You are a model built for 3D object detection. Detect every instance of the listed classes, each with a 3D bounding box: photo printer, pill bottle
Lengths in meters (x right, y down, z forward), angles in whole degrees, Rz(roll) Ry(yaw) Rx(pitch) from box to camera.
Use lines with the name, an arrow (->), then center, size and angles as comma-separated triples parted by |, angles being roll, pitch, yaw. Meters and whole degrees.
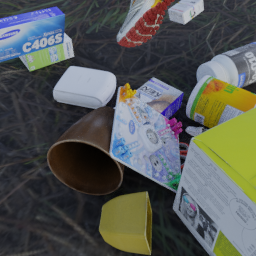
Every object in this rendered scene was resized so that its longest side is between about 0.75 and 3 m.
photo printer -> -1.498, -1.507, 10.362 | 2.017, 0.701, 1.678 | 12, 48, 12
pill bottle -> 3.394, -0.454, 8.807 | 2.776, 1.542, 1.542 | 30, 54, 24
pill bottle -> 3.966, -2.166, 10.458 | 2.570, 1.462, 1.462 | -23, 51, -17

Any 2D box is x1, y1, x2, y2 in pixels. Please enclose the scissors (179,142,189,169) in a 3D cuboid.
scissors -> 2.385, 0.737, 8.621 | 2.678, 0.187, 0.980 | -7, 47, -5

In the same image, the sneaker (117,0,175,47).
sneaker -> 0.521, -3.499, 7.968 | 1.090, 2.652, 1.032 | 45, 17, 26

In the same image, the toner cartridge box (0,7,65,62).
toner cartridge box -> -2.646, -2.493, 7.423 | 2.009, 0.954, 0.434 | -30, 64, -32

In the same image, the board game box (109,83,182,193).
board game box -> 0.674, 0.238, 7.724 | 2.483, 0.321, 2.483 | 32, 42, -27

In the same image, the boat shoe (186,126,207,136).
boat shoe -> 2.364, 0.100, 9.118 | 0.955, 0.331, 0.338 | 17, 49, 15

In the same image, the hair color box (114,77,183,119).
hair color box -> 0.636, -0.627, 9.502 | 1.338, 0.794, 2.448 | 32, 56, 25

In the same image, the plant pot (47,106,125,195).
plant pot -> -0.849, 0.389, 7.855 | 2.007, 2.007, 2.147 | 10, 42, 10

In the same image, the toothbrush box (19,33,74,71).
toothbrush box -> -3.621, -3.460, 12.061 | 2.068, 0.890, 1.506 | -28, 53, -22

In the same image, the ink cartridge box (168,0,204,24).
ink cartridge box -> 1.902, -3.882, 9.214 | 0.953, 0.400, 0.690 | -40, 48, -16

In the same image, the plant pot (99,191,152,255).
plant pot -> -0.050, 2.252, 6.646 | 1.131, 1.098, 1.105 | -3, 46, 10

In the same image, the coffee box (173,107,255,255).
coffee box -> 3.165, 1.517, 6.001 | 2.950, 2.922, 2.955 | -23, 51, -20
